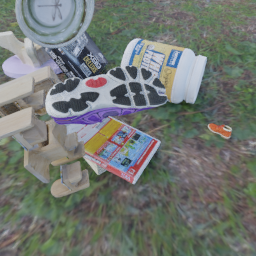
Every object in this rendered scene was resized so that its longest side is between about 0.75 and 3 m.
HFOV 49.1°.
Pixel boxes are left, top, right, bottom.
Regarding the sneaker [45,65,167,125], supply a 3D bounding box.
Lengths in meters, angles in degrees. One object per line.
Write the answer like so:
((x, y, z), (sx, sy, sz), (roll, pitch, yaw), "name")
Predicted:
((-0.346, -0.489, 4.777), (2.026, 0.845, 0.817), (-8, 68, -11), "sneaker")

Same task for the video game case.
((-0.677, 0.320, 8.373), (2.928, 0.255, 2.094), (26, 34, 12), "video game case")

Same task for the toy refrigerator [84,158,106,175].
((-1.127, 0.608, 8.568), (0.613, 0.565, 1.616), (-29, 53, -24), "toy refrigerator")

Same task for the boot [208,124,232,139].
((3.036, 0.003, 9.231), (0.808, 0.433, 0.303), (30, 56, 27), "boot")

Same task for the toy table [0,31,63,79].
((-3.802, -3.219, 11.375), (2.844, 1.665, 2.614), (-20, 49, -17), "toy table")

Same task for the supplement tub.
((1.260, -1.999, 10.036), (2.685, 1.942, 1.942), (16, 49, 15), "supplement tub")

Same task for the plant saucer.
((-1.979, -3.260, 7.535), (2.185, 2.185, 0.548), (-27, 54, -23), "plant saucer")

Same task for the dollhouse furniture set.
((-2.024, 0.024, 5.706), (1.534, 2.166, 2.358), (-20, 50, 6), "dollhouse furniture set")

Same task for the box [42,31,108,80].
((-2.016, -2.905, 10.785), (0.580, 2.331, 1.838), (-15, 32, 44), "box")
